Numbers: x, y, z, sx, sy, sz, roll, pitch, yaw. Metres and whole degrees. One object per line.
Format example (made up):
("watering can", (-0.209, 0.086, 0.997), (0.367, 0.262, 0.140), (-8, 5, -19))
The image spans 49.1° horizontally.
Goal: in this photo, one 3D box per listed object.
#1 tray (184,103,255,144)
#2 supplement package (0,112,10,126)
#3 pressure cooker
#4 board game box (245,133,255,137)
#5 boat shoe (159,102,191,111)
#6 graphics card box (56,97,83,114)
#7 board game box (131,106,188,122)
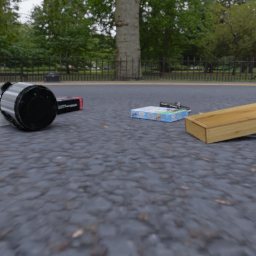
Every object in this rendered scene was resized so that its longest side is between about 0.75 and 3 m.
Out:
("tray", (3.396, -0.252, 8.566), (2.937, 0.544, 1.449), (-12, 16, -10))
("supplement package", (-4.873, -0.695, 10.668), (1.396, 0.994, 1.793), (6, 14, 26))
("pressure cooker", (-3.484, -0.772, 9.656), (1.797, 1.580, 1.605), (15, 16, 42))
("board game box", (4.238, 0.007, 8.985), (1.524, 0.314, 1.520), (6, 13, 26))
("boat shoe", (2.275, -1.032, 13.582), (1.528, 0.461, 0.565), (5, 13, 21))
("graphics card box", (-3.520, -1.084, 13.409), (1.571, 0.637, 2.504), (7, 12, 26))
("board game box", (1.318, -0.603, 11.806), (1.925, 0.352, 1.456), (9, 15, 38))
